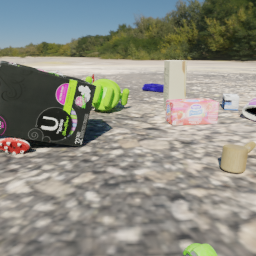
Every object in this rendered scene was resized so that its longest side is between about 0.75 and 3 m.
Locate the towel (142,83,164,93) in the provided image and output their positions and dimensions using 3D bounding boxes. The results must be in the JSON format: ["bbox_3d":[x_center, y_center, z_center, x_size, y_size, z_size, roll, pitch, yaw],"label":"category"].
[{"bbox_3d":[1.885,-2.372,16.267,1.807,0.448,1.334,12,20,38],"label":"towel"}]

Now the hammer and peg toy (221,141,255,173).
[{"bbox_3d":[3.343,0.327,5.313,2.859,1.008,2.103,6,17,22],"label":"hammer and peg toy"}]

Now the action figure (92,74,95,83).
[{"bbox_3d":[-1.987,-1.663,12.215,0.839,1.273,2.571,-6,11,10],"label":"action figure"}]

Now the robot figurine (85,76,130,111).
[{"bbox_3d":[-0.872,-1.293,10.806,1.774,1.170,2.022,15,9,1],"label":"robot figurine"}]

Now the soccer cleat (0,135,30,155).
[{"bbox_3d":[-2.790,0.311,6.347,1.246,0.427,0.531,-2,39,9],"label":"soccer cleat"}]

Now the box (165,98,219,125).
[{"bbox_3d":[2.037,-0.532,9.017,1.520,0.719,0.780,-2,15,-8],"label":"box"}]

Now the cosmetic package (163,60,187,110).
[{"bbox_3d":[1.785,-1.615,10.714,0.679,1.909,1.004,-1,15,-4],"label":"cosmetic package"}]

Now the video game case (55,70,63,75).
[{"bbox_3d":[-2.747,-1.649,10.746,1.019,0.729,0.089,-39,30,21],"label":"video game case"}]

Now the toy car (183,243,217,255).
[{"bbox_3d":[0.900,1.428,2.766,1.049,0.234,0.987,-7,17,-24],"label":"toy car"}]

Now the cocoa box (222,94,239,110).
[{"bbox_3d":[4.114,-1.053,11.267,0.551,0.542,0.826,3,16,12],"label":"cocoa box"}]

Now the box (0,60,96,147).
[{"bbox_3d":[-2.073,-0.586,6.700,2.115,1.571,1.315,11,10,-24],"label":"box"}]

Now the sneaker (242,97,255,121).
[{"bbox_3d":[4.927,-0.519,8.974,2.413,0.875,1.376,2,17,44],"label":"sneaker"}]
